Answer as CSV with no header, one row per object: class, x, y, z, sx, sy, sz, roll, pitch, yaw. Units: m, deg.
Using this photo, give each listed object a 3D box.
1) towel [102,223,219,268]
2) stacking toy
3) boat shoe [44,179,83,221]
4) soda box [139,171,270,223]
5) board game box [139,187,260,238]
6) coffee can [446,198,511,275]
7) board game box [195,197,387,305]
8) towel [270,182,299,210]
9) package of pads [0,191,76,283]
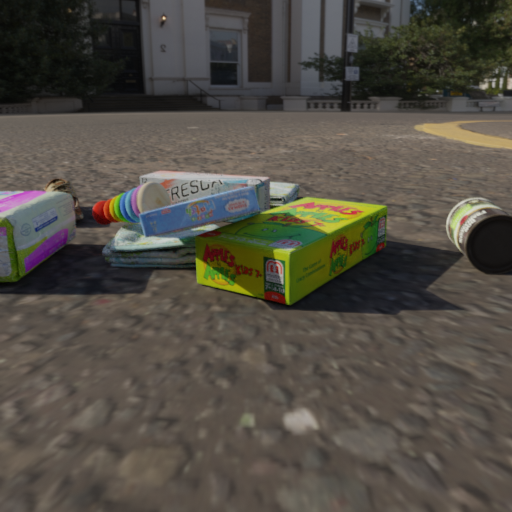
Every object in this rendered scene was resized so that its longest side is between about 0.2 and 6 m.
towel,-1.502,-0.234,9.463,1.836,0.442,1.571,0,19,1
stacking toy,-2.196,-0.799,9.524,1.558,0.665,0.665,-8,10,38
boat shoe,-4.195,-1.213,11.963,0.798,0.757,2.108,-9,20,-26
soda box,-1.106,-1.289,12.035,2.726,0.866,0.932,6,19,19
board game box,-0.716,-0.626,8.111,1.522,0.368,2.012,-14,3,2
coffee can,3.679,-0.348,9.002,0.941,0.941,1.286,2,17,5
board game box,0.683,-0.221,8.786,1.605,0.752,3.160,10,21,34
towel,0.121,-1.425,13.210,1.558,0.438,1.820,7,19,11
package of pads,-4.773,-0.361,8.866,3.103,1.058,2.398,0,17,2
